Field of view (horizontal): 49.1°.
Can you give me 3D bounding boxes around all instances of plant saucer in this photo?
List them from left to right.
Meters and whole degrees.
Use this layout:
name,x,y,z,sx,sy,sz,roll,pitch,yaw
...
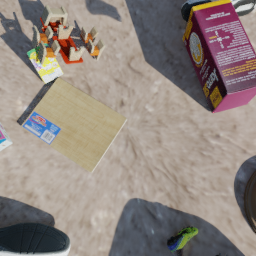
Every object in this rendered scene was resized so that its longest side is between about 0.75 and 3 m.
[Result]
name,x,y,z,sx,sy,sz,roll,pitch,yaw
plant saucer,3.883,1.826,6.575,2.209,0.325,2.209,0,73,1

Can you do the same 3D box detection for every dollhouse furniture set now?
name,x,y,z,sx,sy,sz,roll,pitch,yaw
dollhouse furniture set,-1.729,-2.355,7.450,1.678,0.865,1.660,-14,67,-34

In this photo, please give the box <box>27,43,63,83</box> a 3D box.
name,x,y,z,sx,sy,sz,roll,pitch,yaw
box,-2.159,-1.701,7.287,0.585,0.997,0.241,-30,51,-9

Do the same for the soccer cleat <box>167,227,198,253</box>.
name,x,y,z,sx,sy,sz,roll,pitch,yaw
soccer cleat,1.265,2.558,6.425,0.804,0.260,0.336,-26,105,-12

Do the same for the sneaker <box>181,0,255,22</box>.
name,x,y,z,sx,sy,sz,roll,pitch,yaw
sneaker,2.444,-3.784,8.105,2.302,0.869,1.325,-13,65,-12

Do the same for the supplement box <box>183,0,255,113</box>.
name,x,y,z,sx,sy,sz,roll,pitch,yaw
supplement box,2.350,-1.781,7.116,1.041,1.341,2.430,-15,73,-4

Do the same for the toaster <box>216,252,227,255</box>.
name,x,y,z,sx,sy,sz,roll,pitch,yaw
toaster,2.394,3.943,5.323,1.735,1.526,2.686,11,67,-1

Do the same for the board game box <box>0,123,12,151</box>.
name,x,y,z,sx,sy,sz,roll,pitch,yaw
board game box,-3.619,0.130,7.055,0.865,0.377,1.173,-35,77,-9

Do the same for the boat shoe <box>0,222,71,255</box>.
name,x,y,z,sx,sy,sz,roll,pitch,yaw
boat shoe,-2.591,2.718,6.048,2.720,1.002,0.872,-3,110,-4

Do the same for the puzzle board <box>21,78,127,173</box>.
name,x,y,z,sx,sy,sz,roll,pitch,yaw
puzzle board,-1.380,-0.119,7.232,2.209,0.192,1.664,31,77,9
